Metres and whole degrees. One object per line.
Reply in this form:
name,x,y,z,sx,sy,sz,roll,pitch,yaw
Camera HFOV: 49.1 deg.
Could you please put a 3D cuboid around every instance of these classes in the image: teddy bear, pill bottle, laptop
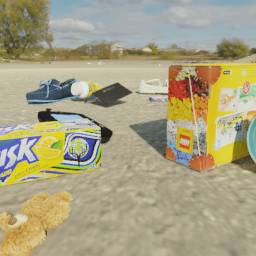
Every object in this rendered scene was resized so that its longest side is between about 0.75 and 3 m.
teddy bear,-1.099,1.030,3.347,0.836,0.385,1.153,4,15,24
pill bottle,-1.830,-1.672,12.468,0.761,0.761,1.359,12,8,38
laptop,-0.854,-1.278,11.845,1.422,0.880,1.519,-30,53,-35

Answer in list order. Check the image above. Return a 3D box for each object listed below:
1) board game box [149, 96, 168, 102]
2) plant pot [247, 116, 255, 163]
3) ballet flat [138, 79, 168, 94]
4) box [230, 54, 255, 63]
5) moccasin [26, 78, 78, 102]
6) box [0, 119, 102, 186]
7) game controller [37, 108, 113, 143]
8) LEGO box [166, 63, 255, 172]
board game box,1.506,-1.329,12.815,0.969,0.167,0.656,-2,15,-8
plant pot,2.961,0.232,4.970,1.278,1.278,1.201,13,4,41
ballet flat,1.782,-2.182,14.842,2.507,0.900,0.900,2,15,4
box,3.634,-0.974,6.874,1.509,1.771,2.770,-11,0,-34
moccasin,-3.490,-1.783,12.853,1.203,1.019,2.990,7,16,24
box,-1.798,0.404,4.871,2.551,0.820,0.894,-7,16,-23
game controller,-1.459,-0.099,7.317,1.399,0.565,2.683,-8,17,-27
LEGO box,2.025,-0.374,5.768,2.503,1.864,0.966,-10,17,-35
